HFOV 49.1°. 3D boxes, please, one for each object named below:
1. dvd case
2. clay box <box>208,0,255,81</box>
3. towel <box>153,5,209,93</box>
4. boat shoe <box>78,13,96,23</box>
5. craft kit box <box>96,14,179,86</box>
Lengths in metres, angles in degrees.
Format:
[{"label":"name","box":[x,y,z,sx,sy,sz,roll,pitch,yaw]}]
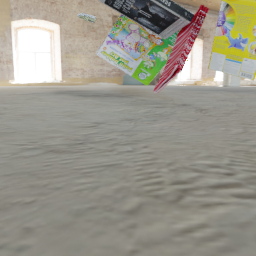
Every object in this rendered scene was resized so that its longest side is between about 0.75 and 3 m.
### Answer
[{"label":"dvd case","box":[0.497,-3.900,9.040,2.744,0.339,2.062,24,-3,-14]},{"label":"clay box","box":[2.812,-2.362,6.865,1.242,2.162,0.515,22,42,24]},{"label":"towel","box":[1.593,-2.420,8.734,0.284,2.524,1.825,28,-20,-8]},{"label":"boat shoe","box":[-1.780,-4.778,12.172,0.824,0.255,0.297,1,-2,-24]},{"label":"craft kit box","box":[0.503,-3.602,12.200,2.849,2.814,0.691,28,44,-16]}]
